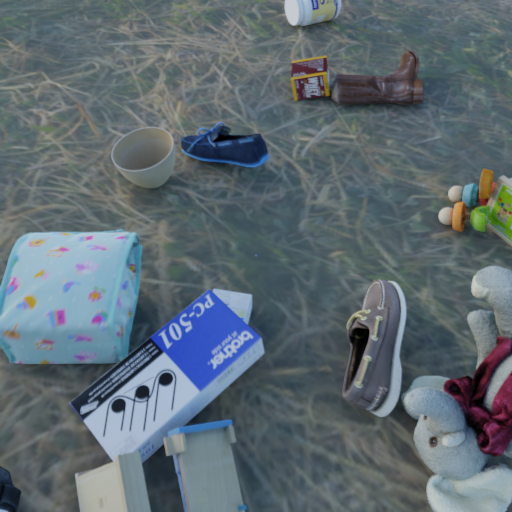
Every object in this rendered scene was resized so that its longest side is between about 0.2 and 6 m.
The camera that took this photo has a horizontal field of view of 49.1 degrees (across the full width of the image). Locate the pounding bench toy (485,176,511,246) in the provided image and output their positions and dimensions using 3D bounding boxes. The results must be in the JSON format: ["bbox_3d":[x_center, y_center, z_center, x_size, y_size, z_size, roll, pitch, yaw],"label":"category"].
[{"bbox_3d":[5.921,-0.813,11.214,1.514,1.206,1.941,-22,51,-20],"label":"pounding bench toy"}]

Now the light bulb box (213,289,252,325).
[{"bbox_3d":[-0.494,1.050,9.989,0.733,0.462,0.740,8,48,8],"label":"light bulb box"}]

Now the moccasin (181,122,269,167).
[{"bbox_3d":[-0.729,-2.676,13.001,2.346,0.800,0.944,11,38,26],"label":"moccasin"}]

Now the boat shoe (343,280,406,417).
[{"bbox_3d":[1.922,1.361,9.329,0.758,0.915,2.548,22,52,-10],"label":"boat shoe"}]

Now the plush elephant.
[{"bbox_3d":[3.160,2.145,7.814,2.451,3.166,2.607,-25,35,6],"label":"plush elephant"}]

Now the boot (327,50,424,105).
[{"bbox_3d":[3.192,-4.898,15.370,2.473,0.794,2.305,-1,46,5],"label":"boot"}]

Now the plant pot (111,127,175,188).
[{"bbox_3d":[-2.400,-2.058,12.493,1.386,0.930,1.386,-5,53,7],"label":"plant pot"}]

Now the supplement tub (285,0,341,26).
[{"bbox_3d":[1.809,-8.045,17.970,1.541,1.121,1.121,-20,50,-18],"label":"supplement tub"}]

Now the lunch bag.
[{"bbox_3d":[-3.156,0.554,9.743,2.106,1.508,2.473,-1,49,0],"label":"lunch bag"}]

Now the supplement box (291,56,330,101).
[{"bbox_3d":[1.473,-4.809,15.168,0.973,0.655,0.986,-6,46,12],"label":"supplement box"}]

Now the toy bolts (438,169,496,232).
[{"bbox_3d":[4.436,-1.274,11.764,0.958,1.319,1.381,9,27,29],"label":"toy bolts"}]

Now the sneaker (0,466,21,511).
[{"bbox_3d":[-4.623,3.352,7.600,2.790,1.019,1.561,9,44,-2],"label":"sneaker"}]

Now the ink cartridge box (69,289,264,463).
[{"bbox_3d":[-1.326,1.885,8.745,2.785,0.616,1.309,-40,60,-19],"label":"ink cartridge box"}]

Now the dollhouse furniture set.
[{"bbox_3d":[-1.147,3.492,7.756,2.060,1.344,1.945,3,63,-41],"label":"dollhouse furniture set"}]
